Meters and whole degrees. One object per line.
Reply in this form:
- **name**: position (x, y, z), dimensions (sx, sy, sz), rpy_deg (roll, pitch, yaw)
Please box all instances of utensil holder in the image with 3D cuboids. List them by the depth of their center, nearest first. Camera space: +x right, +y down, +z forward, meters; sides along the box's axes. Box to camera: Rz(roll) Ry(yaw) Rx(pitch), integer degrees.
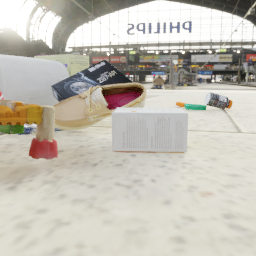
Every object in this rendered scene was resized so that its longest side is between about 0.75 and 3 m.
- **utensil holder**: position (-3.875, -1.472, 10.422), dimensions (2.784, 2.366, 2.366), rpy_deg (-5, 10, -44)

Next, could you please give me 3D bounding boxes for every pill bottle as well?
- **pill bottle**: position (4.519, -1.315, 13.928), dimensions (1.275, 0.677, 0.677), rpy_deg (14, 8, -7)

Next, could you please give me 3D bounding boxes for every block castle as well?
- **block castle**: position (-2.492, 0.088, 4.560), dimensions (2.439, 1.144, 1.630), rpy_deg (10, 7, 32)

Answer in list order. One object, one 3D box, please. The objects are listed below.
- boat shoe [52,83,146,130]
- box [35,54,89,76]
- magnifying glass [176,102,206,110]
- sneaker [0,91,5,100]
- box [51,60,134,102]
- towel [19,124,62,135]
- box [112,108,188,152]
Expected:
- **boat shoe**: position (-0.772, -0.710, 7.466), dimensions (2.747, 1.013, 0.950), rpy_deg (-16, -21, -19)
- **box**: position (-2.873, -1.922, 12.331), dimensions (2.190, 2.490, 1.204), rpy_deg (6, 11, 33)
- **magnifying glass**: position (3.198, -1.170, 14.690), dimensions (0.993, 0.279, 2.495), rpy_deg (-3, 9, -17)
- **sneaker**: position (-3.784, -0.412, 7.021), dimensions (0.558, 0.881, 1.567), rpy_deg (26, 46, 26)
- **box**: position (-1.049, -1.171, 8.838), dimensions (2.123, 0.462, 1.701), rpy_deg (-32, 59, -23)
- **towel**: position (-2.494, -0.058, 8.158), dimensions (1.666, 0.198, 1.224), rpy_deg (-7, 11, -35)
- **box**: position (0.438, 0.005, 5.929), dimensions (1.480, 0.787, 1.127), rpy_deg (1, 9, 3)
